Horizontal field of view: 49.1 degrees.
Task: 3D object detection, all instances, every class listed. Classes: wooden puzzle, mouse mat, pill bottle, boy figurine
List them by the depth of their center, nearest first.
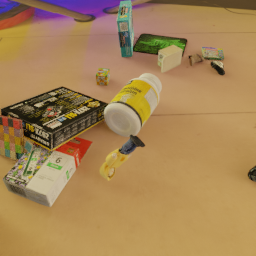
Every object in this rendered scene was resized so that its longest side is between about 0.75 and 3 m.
[{"bbox_3d":[-0.265,0.887,8.241,1.613,1.003,0.520,-46,68,10],"label":"boy figurine"},{"bbox_3d":[-3.845,0.297,8.967,2.239,1.328,0.157,10,16,30],"label":"wooden puzzle"},{"bbox_3d":[0.299,-0.954,10.324,1.423,1.423,2.540,19,47,19],"label":"pill bottle"},{"bbox_3d":[1.726,-4.439,14.924,2.655,0.100,2.136,12,45,11],"label":"mouse mat"}]

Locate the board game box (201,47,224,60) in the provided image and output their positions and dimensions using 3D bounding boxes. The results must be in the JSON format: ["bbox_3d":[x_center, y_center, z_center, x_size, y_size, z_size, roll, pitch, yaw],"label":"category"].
[{"bbox_3d":[4.209,-3.703,13.932,1.040,0.151,0.700,4,59,-2],"label":"board game box"}]

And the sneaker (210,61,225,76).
[{"bbox_3d":[4.308,-2.835,13.021,0.473,0.396,1.069,-13,46,-10],"label":"sneaker"}]

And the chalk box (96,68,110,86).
[{"bbox_3d":[-1.091,-2.321,12.407,0.512,0.508,0.820,5,44,4],"label":"chalk box"}]

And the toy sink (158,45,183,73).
[{"bbox_3d":[1.853,-3.268,13.177,1.248,0.814,0.699,-30,51,-26],"label":"toy sink"}]

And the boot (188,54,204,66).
[{"bbox_3d":[3.331,-3.295,13.562,0.706,0.339,0.965,3,46,-2],"label":"boot"}]

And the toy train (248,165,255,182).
[{"bbox_3d":[4.735,0.941,8.819,2.462,0.420,0.564,-30,11,-14],"label":"toy train"}]

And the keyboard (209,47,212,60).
[{"bbox_3d":[4.119,-3.874,14.237,0.593,0.226,1.139,23,47,22],"label":"keyboard"}]

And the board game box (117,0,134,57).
[{"bbox_3d":[-0.099,-5.063,14.245,0.584,1.877,2.487,-2,43,6],"label":"board game box"}]

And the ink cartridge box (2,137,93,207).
[{"bbox_3d":[-2.377,0.975,8.832,1.505,0.695,2.762,15,46,15],"label":"ink cartridge box"}]

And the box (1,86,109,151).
[{"bbox_3d":[-2.456,-0.491,9.799,2.336,0.722,2.926,23,34,23],"label":"box"}]
